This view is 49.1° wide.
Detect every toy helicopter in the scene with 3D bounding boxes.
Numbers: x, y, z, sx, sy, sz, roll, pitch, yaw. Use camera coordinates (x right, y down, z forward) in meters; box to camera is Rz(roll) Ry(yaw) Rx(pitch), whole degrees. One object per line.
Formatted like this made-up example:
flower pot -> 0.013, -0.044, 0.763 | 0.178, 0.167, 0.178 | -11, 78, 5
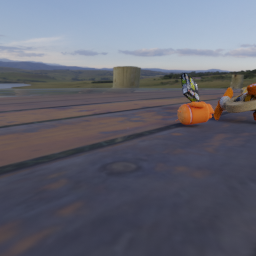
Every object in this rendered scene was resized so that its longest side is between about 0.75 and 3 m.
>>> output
toy helicopter -> 3.700, -0.927, 8.962 | 1.719, 1.025, 2.599 | -13, 12, 30

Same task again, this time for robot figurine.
robot figurine -> 1.757, -0.397, 7.463 | 0.991, 0.578, 0.713 | -9, 1, -10

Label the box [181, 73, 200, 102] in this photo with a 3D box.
box -> 2.624, -1.655, 11.799 | 0.255, 1.151, 0.922 | -29, -48, 35
